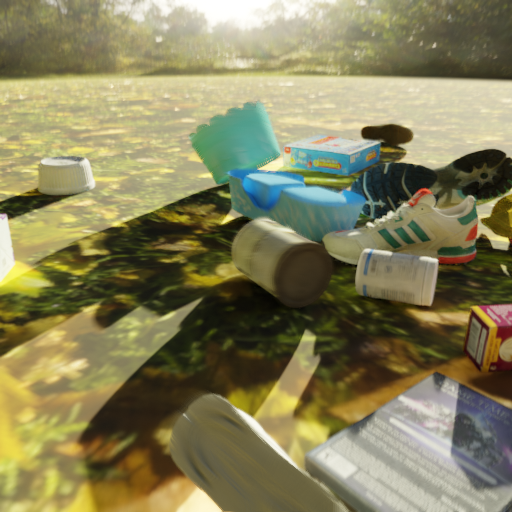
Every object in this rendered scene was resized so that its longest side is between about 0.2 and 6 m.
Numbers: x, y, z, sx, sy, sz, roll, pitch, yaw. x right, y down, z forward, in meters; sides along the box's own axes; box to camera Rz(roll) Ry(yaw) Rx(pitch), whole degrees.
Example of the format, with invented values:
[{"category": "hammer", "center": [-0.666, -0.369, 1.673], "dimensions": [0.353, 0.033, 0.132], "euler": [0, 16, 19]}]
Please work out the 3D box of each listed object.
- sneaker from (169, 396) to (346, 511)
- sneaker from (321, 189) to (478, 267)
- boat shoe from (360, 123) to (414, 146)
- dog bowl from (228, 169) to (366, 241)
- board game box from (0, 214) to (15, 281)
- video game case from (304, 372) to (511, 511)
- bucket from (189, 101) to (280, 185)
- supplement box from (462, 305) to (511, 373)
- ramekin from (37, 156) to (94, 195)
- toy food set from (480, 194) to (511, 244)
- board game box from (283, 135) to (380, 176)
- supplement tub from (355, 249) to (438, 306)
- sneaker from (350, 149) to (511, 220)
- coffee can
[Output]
[{"category": "sneaker", "center": [0.222, 1.953, 4.175], "dimensions": [0.821, 0.865, 2.149], "euler": [-39, 52, -6]}, {"category": "sneaker", "center": [2.483, -0.545, 9.620], "dimensions": [2.717, 1.270, 0.957], "euler": [0, 23, 0]}, {"category": "boat shoe", "center": [4.671, -4.301, 19.621], "dimensions": [0.666, 0.739, 2.049], "euler": [-22, 25, -40]}, {"category": "dog bowl", "center": [0.702, -1.065, 11.282], "dimensions": [1.773, 0.788, 3.181], "euler": [-8, 23, -40]}, {"category": "board game box", "center": [-4.992, -0.087, 8.962], "dimensions": [1.793, 0.924, 0.940], "euler": [-2, 22, -5]}, {"category": "video game case", "center": [1.714, 1.841, 5.212], "dimensions": [2.106, 0.200, 1.504], "euler": [-16, 27, -37]}, {"category": "bucket", "center": [-0.478, -2.770, 14.007], "dimensions": [2.118, 1.378, 2.118], "euler": [-24, 1, 0]}, {"category": "supplement box", "center": [3.093, 0.978, 6.719], "dimensions": [1.002, 0.656, 0.517], "euler": [-3, 24, -6]}, {"category": "ramekin", "center": [-4.800, -2.049, 14.053], "dimensions": [1.371, 0.720, 1.371], "euler": [0, 22, 0]}, {"category": "toy food set", "center": [5.155, -0.452, 10.222], "dimensions": [1.500, 0.833, 2.549], "euler": [-24, 17, 9]}, {"category": "board game box", "center": [2.243, -3.008, 16.547], "dimensions": [2.137, 0.610, 2.183], "euler": [14, 26, 32]}, {"category": "supplement tub", "center": [2.068, 0.314, 8.258], "dimensions": [1.087, 0.717, 0.717], "euler": [10, 24, 21]}, {"category": "sneaker", "center": [3.690, -1.290, 11.972], "dimensions": [3.334, 1.294, 1.439], "euler": [-5, -10, 13]}, {"category": "coffee can", "center": [0.354, 0.075, 8.437], "dimensions": [0.983, 0.983, 1.343], "euler": [-12, 23, -26]}]
